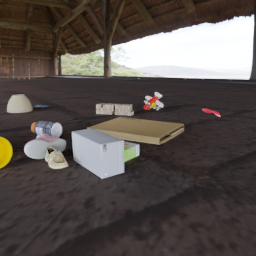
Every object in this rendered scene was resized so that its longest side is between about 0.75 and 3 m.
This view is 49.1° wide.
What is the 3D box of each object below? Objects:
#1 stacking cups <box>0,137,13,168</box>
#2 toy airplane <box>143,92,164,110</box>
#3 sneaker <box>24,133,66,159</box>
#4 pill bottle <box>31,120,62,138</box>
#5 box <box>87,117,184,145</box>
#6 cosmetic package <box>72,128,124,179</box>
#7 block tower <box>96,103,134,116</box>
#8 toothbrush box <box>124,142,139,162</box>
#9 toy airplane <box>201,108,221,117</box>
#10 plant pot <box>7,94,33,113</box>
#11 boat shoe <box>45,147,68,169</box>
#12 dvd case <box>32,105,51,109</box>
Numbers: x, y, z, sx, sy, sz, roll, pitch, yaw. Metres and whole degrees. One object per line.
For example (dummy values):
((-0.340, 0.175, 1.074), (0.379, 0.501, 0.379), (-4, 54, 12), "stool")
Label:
((-4.144, 0.521, 7.636), (2.697, 0.816, 0.816), (5, 13, 42), "stacking cups")
((1.462, -1.451, 15.698), (1.141, 0.809, 1.146), (-9, 43, 17), "toy airplane")
((-2.476, 0.484, 7.855), (0.738, 0.532, 1.412), (16, 11, 28), "sneaker")
((-2.873, 0.035, 9.772), (1.063, 0.565, 0.565), (8, 15, 28), "pill bottle")
((0.322, 0.042, 10.332), (2.884, 0.307, 2.357), (8, 16, 29), "box")
((-0.770, 0.569, 6.906), (0.711, 0.842, 1.576), (-10, 18, -36), "cosmetic package")
((-0.658, -0.953, 14.170), (1.881, 0.544, 0.508), (5, 14, 18), "block tower")
((-0.135, 0.643, 7.682), (0.571, 0.337, 0.784), (10, 15, 35), "toothbrush box")
((3.791, -0.736, 12.808), (0.991, 0.182, 0.991), (18, 8, -3), "toy airplane")
((-5.856, -1.348, 15.114), (1.299, 0.872, 1.299), (1, 13, 0), "plant pot")
((-1.855, 0.747, 7.158), (0.405, 0.365, 1.124), (-8, 15, -31), "boat shoe")
((-5.098, -1.235, 16.367), (0.962, 0.084, 0.686), (6, 15, 23), "dvd case")
